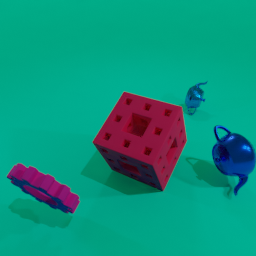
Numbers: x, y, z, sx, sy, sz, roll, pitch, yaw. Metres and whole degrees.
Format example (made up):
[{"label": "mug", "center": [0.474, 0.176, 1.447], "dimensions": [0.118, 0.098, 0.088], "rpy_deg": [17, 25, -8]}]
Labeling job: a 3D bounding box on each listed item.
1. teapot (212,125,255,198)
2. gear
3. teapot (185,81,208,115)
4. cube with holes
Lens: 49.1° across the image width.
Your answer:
[{"label": "teapot", "center": [2.183, 0.652, 5.911], "dimensions": [0.752, 1.535, 0.955], "rpy_deg": [-16, -10, -16]}, {"label": "gear", "center": [-1.416, 1.041, 4.727], "dimensions": [1.243, 1.243, 0.230], "rpy_deg": [14, 58, 22]}, {"label": "teapot", "center": [2.188, -0.998, 8.936], "dimensions": [0.588, 1.202, 0.747], "rpy_deg": [20, 6, 18]}, {"label": "cube with holes", "center": [0.333, 0.286, 6.005], "dimensions": [1.343, 1.343, 1.343], "rpy_deg": [18, 65, 26]}]
